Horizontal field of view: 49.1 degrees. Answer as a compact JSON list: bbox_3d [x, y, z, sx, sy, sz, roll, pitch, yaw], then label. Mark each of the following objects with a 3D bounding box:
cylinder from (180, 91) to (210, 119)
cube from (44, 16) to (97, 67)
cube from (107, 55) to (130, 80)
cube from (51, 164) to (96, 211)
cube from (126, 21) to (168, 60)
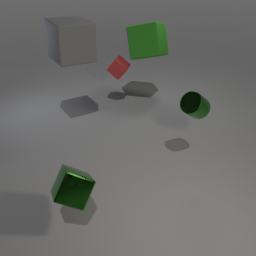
[{"bbox_3d":[2.029,-0.679,8.446,0.700,0.700,0.700,28,6,39],"label":"cylinder"},{"bbox_3d":[-2.060,-3.157,10.103,1.400,1.400,1.400,-17,36,-28],"label":"cube"},{"bbox_3d":[-0.422,-2.766,12.779,0.700,0.700,0.700,39,34,-12],"label":"cube"},{"bbox_3d":[-1.241,1.319,6.276,0.700,0.700,0.700,24,-2,-22],"label":"cube"},{"bbox_3d":[0.898,-3.885,12.553,1.400,1.400,1.400,-2,14,24],"label":"cube"}]
